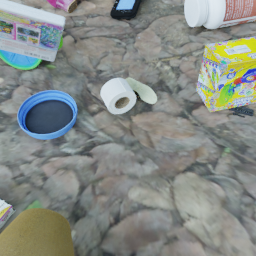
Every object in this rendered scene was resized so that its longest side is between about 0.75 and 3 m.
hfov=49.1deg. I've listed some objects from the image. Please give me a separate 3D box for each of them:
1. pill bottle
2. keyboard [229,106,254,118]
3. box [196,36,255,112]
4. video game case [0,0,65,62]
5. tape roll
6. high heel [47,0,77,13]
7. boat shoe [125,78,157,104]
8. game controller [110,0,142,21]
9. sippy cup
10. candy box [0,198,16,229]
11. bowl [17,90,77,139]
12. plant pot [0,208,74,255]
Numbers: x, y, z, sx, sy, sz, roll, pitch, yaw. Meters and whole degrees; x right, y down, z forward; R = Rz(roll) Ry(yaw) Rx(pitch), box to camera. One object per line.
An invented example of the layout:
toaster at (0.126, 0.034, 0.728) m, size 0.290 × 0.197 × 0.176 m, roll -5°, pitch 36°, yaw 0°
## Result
pill bottle at (3.875, -4.916, 11.134) m, size 2.998 × 1.682 × 1.682 m, roll -13°, pitch 54°, yaw -11°
keyboard at (3.552, -0.522, 8.824) m, size 0.750 × 0.077 × 0.477 m, roll 18°, pitch 55°, yaw 14°
box at (3.283, -1.638, 8.559) m, size 1.853 × 1.784 × 1.130 m, roll -12°, pitch 49°, yaw -8°
video game case at (-2.973, -2.528, 7.237) m, size 2.394 × 2.179 × 0.284 m, roll 10°, pitch 75°, yaw -19°
tape roll at (-0.297, -0.978, 8.623) m, size 0.950 × 0.950 × 0.652 m, roll -20°, pitch 55°, yaw -14°
high heel at (-2.379, -6.406, 12.733) m, size 1.416 × 0.994 × 2.953 m, roll 32°, pitch 72°, yaw 10°
boat shoe at (0.435, -1.210, 9.108) m, size 1.230 × 0.385 × 0.450 m, roll 35°, pitch 94°, yaw 8°
game controller at (-0.040, -5.458, 12.325) m, size 1.151 × 0.464 × 2.206 m, roll 10°, pitch 53°, yaw 7°
sippy cup at (-3.605, -3.261, 9.994) m, size 2.298 × 1.805 × 1.684 m, roll 35°, pitch 38°, yaw -21°
candy box at (-3.474, 1.976, 6.738) m, size 1.205 × 0.368 × 0.822 m, roll 24°, pitch 56°, yaw 17°
bowl at (-2.428, -0.404, 8.560) m, size 1.779 × 0.349 × 1.779 m, roll 0°, pitch 52°, yaw 0°
plant pot at (-1.913, 2.826, 5.152) m, size 2.291 × 2.291 × 2.458 m, roll 2°, pitch 38°, yaw 1°
